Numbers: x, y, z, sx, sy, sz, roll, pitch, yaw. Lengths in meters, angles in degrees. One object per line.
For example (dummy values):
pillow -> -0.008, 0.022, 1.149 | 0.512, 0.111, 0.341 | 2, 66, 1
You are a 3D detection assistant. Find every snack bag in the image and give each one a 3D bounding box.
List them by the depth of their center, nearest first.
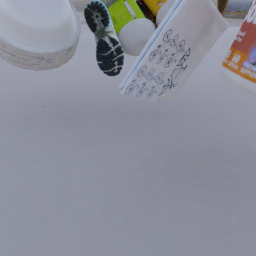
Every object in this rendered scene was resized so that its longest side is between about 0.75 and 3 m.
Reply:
snack bag -> 1.034, -1.429, 5.534 | 0.252, 2.224, 2.359 | 44, 20, 24

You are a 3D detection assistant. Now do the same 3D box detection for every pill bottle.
pill bottle -> 2.719, -1.799, 4.308 | 1.550, 2.763, 1.550 | 18, 24, -8

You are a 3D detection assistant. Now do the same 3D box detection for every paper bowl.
paper bowl -> -2.618, -3.044, 7.898 | 2.635, 1.370, 2.635 | 11, 59, -19

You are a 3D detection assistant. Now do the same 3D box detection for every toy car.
toy car -> 0.550, -3.174, 8.122 | 2.650, 1.987, 2.319 | -29, 66, 6

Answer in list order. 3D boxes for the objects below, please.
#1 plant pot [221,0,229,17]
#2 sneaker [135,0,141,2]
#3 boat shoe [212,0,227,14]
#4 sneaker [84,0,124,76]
plant pot -> 2.442, -4.133, 8.485 | 1.602, 1.720, 1.602 | 0, 4, 0
sneaker -> 0.877, -4.983, 9.745 | 1.579, 0.710, 0.619 | -25, 11, -9
boat shoe -> 2.031, -3.329, 6.585 | 0.452, 1.254, 0.407 | -25, 22, -38
sneaker -> -0.520, -2.315, 7.283 | 0.740, 1.907, 0.823 | -9, 25, 9
